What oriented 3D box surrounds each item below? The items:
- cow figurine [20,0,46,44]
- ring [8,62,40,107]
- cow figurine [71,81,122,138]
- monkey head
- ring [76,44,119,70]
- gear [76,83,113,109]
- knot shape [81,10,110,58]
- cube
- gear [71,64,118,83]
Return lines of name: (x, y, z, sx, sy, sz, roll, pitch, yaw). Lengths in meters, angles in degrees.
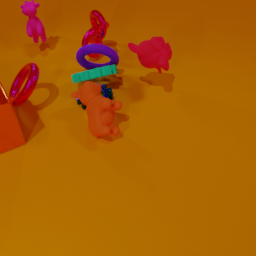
cow figurine: (-3.258, -3.705, 9.743, 0.666, 1.214, 1.195, -9, 85, -1)
ring: (-2.856, -1.192, 7.662, 1.321, 0.264, 1.321, -26, 51, 36)
cow figurine: (-0.835, -0.462, 7.102, 1.411, 1.434, 0.787, 3, -1, 39)
monkey head: (0.714, -1.916, 7.709, 0.903, 1.498, 1.078, -25, 54, 35)
ring: (-0.942, -2.148, 8.697, 1.340, 1.340, 0.268, 2, 71, 2)
gear: (-0.975, -0.929, 8.175, 1.070, 0.198, 1.070, 0, 45, 0)
knot shape: (-1.084, -3.264, 9.630, 0.708, 1.533, 1.434, 16, 29, -7)
cube: (-3.461, -0.254, 6.608, 1.393, 1.393, 1.393, -23, 49, -22)
gear: (-0.985, -1.603, 8.306, 1.352, 0.250, 1.352, -13, 11, 2)
